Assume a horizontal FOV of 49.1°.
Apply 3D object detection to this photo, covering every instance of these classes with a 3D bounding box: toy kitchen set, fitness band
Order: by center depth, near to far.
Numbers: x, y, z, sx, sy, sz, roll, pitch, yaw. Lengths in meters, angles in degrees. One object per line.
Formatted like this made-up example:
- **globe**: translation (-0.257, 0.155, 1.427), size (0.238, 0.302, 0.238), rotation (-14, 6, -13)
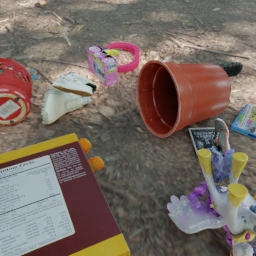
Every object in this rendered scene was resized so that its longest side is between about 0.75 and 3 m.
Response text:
- **toy kitchen set**: translation (-4.586, -2.240, 12.271), size (1.137, 0.670, 0.911), rotation (-18, 44, -19)
- **fitness band**: translation (-0.316, -3.560, 14.004), size (1.801, 0.469, 2.507), rotation (4, 42, 0)

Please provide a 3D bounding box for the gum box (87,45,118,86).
- **gum box**: translation (-1.195, -2.871, 12.669), size (0.636, 1.092, 1.923), rotation (-21, 45, -23)

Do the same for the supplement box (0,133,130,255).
- **supplement box**: translation (-1.385, 2.186, 5.539), size (1.879, 2.792, 2.830), rotation (-17, 44, -18)

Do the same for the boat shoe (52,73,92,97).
- **boat shoe**: translation (-1.845, -1.527, 9.407), size (1.983, 0.702, 0.687), rotation (19, 84, 41)

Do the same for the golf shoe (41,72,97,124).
- **golf shoe**: translation (-2.191, -1.162, 10.742), size (1.457, 1.174, 2.997), rotation (15, 44, 9)

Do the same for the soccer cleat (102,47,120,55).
- **soccer cleat**: translation (-0.757, -3.253, 12.120), size (0.796, 0.257, 0.333), rotation (16, 66, 13)

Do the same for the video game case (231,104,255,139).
- **video game case**: translation (5.136, -0.008, 10.056), size (2.358, 0.210, 1.687), rotation (26, 48, 26)

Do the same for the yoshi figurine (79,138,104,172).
- **yoshi figurine**: translation (-1.789, 1.306, 7.591), size (1.357, 1.352, 2.414), rotation (27, 50, 36)

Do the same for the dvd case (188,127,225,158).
- **dvd case**: translation (2.672, 0.474, 9.534), size (1.006, 0.165, 1.338), rotation (-2, 42, -3)

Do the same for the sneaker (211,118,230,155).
- **sneaker**: translation (2.660, 0.271, 8.184), size (0.447, 0.420, 1.090), rotation (-11, 87, -14)

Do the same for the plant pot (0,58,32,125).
- **plant pot**: translation (-4.502, -1.258, 10.173), size (1.974, 1.974, 1.798), rotation (-11, 45, -13)

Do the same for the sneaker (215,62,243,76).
- **sneaker**: translation (4.368, -2.761, 12.851), size (1.892, 0.714, 0.750), rotation (-11, 40, -13)

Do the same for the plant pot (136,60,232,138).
- **plant pot**: translation (2.028, -1.175, 9.867), size (2.530, 2.601, 2.601), rotation (-12, 42, -26)

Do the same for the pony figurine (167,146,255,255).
- **pony figurine**: translation (2.238, 1.827, 6.502), size (2.299, 2.761, 2.665), rotation (-15, 27, -6)
